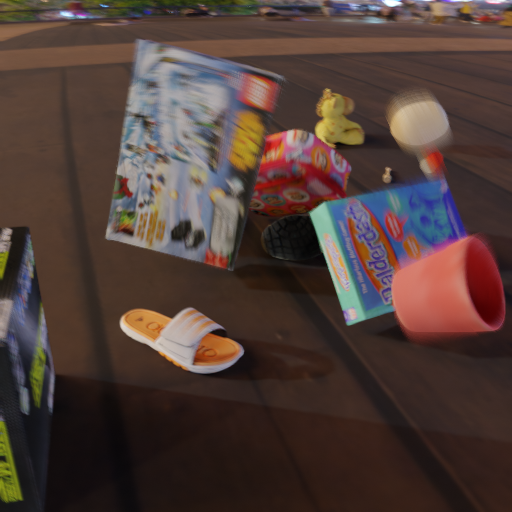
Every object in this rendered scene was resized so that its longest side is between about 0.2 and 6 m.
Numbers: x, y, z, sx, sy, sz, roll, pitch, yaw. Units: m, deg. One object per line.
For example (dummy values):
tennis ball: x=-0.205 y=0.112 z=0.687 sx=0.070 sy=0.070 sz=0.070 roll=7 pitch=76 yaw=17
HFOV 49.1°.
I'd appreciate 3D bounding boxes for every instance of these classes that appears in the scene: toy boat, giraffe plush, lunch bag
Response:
toy boat: x=2.758 y=-1.957 z=9.324 sx=0.960 sy=1.142 sz=0.531 roll=-16 pitch=-9 yaw=-7
giraffe plush: x=2.425 y=-4.291 z=17.234 sx=1.880 sy=1.525 sz=1.622 roll=-19 pitch=34 yaw=-30
lunch bag: x=0.419 y=-1.682 z=11.316 sx=2.495 sy=1.022 sz=2.197 roll=-8 pitch=-27 yaw=42

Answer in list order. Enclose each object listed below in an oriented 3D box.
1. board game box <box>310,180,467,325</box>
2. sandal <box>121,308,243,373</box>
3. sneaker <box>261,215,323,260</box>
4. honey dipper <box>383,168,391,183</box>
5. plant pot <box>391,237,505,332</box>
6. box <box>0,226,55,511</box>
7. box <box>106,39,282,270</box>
board game box: x=2.370 y=-0.116 z=9.305 sx=2.555 sy=1.943 sz=0.575 roll=-13 pitch=-11 yaw=-24
sandal: x=-1.226 y=1.097 z=8.428 sx=2.171 sy=0.622 sz=0.832 roll=16 pitch=33 yaw=27
sneaker: x=1.298 y=-0.419 z=11.225 sx=2.385 sy=0.903 sz=1.044 roll=-13 pitch=-7 yaw=2
honey dipper: x=3.486 y=-2.150 z=14.803 sx=0.181 sy=0.181 sz=0.951 roll=8 pitch=26 yaw=14
plant pot: x=2.593 y=0.498 z=7.695 sx=1.141 sy=1.290 sz=1.290 roll=-21 pitch=11 yaw=41
box: x=-2.756 y=1.237 z=6.358 sx=0.589 sy=2.393 sz=2.478 roll=-7 pitch=29 yaw=-13
box: x=-1.130 y=-1.701 z=9.859 sx=2.408 sy=3.518 sz=0.702 roll=15 pitch=20 yaw=-2
